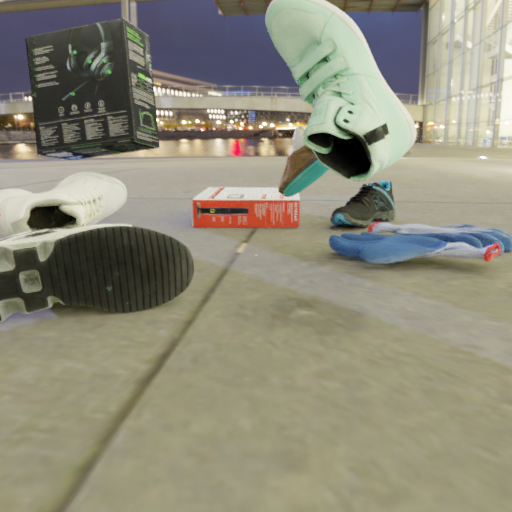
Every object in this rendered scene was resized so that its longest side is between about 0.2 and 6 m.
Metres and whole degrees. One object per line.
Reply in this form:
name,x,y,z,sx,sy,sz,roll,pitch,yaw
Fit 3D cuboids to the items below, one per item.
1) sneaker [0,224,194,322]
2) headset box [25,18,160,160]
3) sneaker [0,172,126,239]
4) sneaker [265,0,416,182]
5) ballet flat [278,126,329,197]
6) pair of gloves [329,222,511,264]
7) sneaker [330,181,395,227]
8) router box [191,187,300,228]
sneaker,-2.346,0.077,7.061,3.042,1.127,1.346,-3,15,-15
headset box,-3.662,-3.741,12.608,2.457,2.822,1.309,-5,3,15
sneaker,-3.880,-0.898,11.790,1.614,1.266,3.249,18,30,36
sneaker,0.927,-2.304,7.521,1.058,2.876,1.696,-39,2,43
ballet flat,1.174,-1.986,9.362,2.506,0.906,0.850,-36,-14,38
pair of gloves,3.029,-0.230,10.196,2.877,0.408,3.578,5,13,30
sneaker,2.512,-1.239,13.256,0.893,0.999,2.440,10,16,36
router box,-0.163,-1.252,14.011,2.481,0.675,2.764,1,13,4
